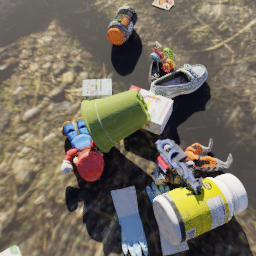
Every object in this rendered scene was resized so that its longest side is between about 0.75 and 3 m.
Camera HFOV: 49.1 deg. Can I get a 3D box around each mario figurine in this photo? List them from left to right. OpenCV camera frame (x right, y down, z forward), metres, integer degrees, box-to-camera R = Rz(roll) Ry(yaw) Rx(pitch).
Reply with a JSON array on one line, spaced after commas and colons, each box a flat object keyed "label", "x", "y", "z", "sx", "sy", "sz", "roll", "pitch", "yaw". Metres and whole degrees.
[{"label": "mario figurine", "x": -1.592, "y": 0.886, "z": 10.001, "sx": 1.559, "sy": 1.339, "sz": 2.525, "roll": -39, "pitch": 50, "yaw": 15}]

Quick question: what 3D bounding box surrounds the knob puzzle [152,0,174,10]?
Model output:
[{"label": "knob puzzle", "x": 1.969, "y": -6.825, "z": 15.047, "sx": 1.217, "sy": 0.169, "sz": 1.217, "roll": 0, "pitch": 58, "yaw": 0}]

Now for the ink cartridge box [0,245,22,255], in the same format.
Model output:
[{"label": "ink cartridge box", "x": -3.577, "y": 3.974, "z": 8.258, "sx": 0.826, "sy": 0.361, "sz": 0.600, "roll": -27, "pitch": 62, "yaw": -17}]

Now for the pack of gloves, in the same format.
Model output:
[{"label": "pack of gloves", "x": 0.639, "y": 2.838, "z": 8.906, "sx": 1.989, "sy": 0.467, "sz": 2.368, "roll": -11, "pitch": 59, "yaw": -8}]

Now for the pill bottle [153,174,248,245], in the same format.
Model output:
[{"label": "pill bottle", "x": 2.199, "y": 2.379, "z": 8.537, "sx": 2.569, "sy": 1.468, "sz": 1.468, "roll": -16, "pitch": 60, "yaw": -17}]

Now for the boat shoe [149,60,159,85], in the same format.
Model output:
[{"label": "boat shoe", "x": 1.126, "y": -2.353, "z": 12.153, "sx": 0.449, "sy": 0.383, "sz": 1.343, "roll": 2, "pitch": 58, "yaw": 1}]

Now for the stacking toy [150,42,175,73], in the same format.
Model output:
[{"label": "stacking toy", "x": 1.446, "y": -3.046, "z": 12.211, "sx": 1.221, "sy": 1.106, "sz": 0.516, "roll": 39, "pitch": 77, "yaw": 20}]

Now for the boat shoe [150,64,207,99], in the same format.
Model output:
[{"label": "boat shoe", "x": 2.147, "y": -1.978, "z": 11.614, "sx": 2.804, "sy": 0.899, "sz": 1.033, "roll": -24, "pitch": 61, "yaw": -14}]

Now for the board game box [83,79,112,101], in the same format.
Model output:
[{"label": "board game box", "x": -1.274, "y": -1.584, "z": 11.683, "sx": 1.200, "sy": 0.386, "sz": 0.885, "roll": -2, "pitch": 58, "yaw": -3}]

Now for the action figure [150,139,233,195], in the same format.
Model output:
[{"label": "action figure", "x": 2.063, "y": 1.404, "z": 9.281, "sx": 2.620, "sy": 1.417, "sz": 2.709, "roll": -16, "pitch": 34, "yaw": -4}]

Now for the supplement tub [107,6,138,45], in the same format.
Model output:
[{"label": "supplement tub", "x": -0.293, "y": -4.829, "z": 13.282, "sx": 1.072, "sy": 1.072, "sz": 1.750, "roll": 18, "pitch": 60, "yaw": 11}]

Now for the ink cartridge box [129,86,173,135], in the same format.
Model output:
[{"label": "ink cartridge box", "x": 0.703, "y": -0.713, "z": 10.919, "sx": 1.797, "sy": 0.749, "sz": 1.304, "roll": 22, "pitch": 61, "yaw": 13}]

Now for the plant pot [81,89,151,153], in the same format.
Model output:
[{"label": "plant pot", "x": -0.272, "y": -0.410, "z": 9.586, "sx": 1.881, "sy": 1.980, "sz": 1.980, "roll": -23, "pitch": 58, "yaw": 12}]
